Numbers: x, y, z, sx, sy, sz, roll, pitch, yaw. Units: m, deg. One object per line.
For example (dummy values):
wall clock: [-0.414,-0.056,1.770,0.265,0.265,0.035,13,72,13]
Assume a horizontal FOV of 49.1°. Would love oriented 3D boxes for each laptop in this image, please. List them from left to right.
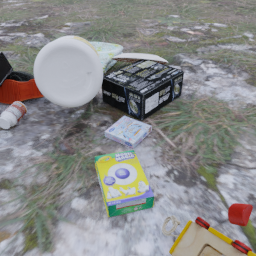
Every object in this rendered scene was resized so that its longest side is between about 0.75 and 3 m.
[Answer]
laptop: [-5.395,-1.783,10.174,2.284,1.323,2.138,24,75,30]

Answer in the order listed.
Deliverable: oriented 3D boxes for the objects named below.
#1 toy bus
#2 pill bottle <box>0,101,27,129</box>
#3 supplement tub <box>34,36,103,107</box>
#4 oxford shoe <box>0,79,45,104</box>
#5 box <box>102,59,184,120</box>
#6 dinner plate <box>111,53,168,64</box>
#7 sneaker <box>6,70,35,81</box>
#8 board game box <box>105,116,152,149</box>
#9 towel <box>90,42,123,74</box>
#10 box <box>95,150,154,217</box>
toy bus: [1.662,2.545,5.129,1.140,2.081,2.206,42,35,-18]
pill bottle: [-4.018,-0.433,9.721,0.584,0.584,1.042,8,37,11]
supplement tub: [-1.914,-2.018,9.469,2.060,2.060,2.853,-4,21,-6]
oxford shoe: [-4.118,-1.418,11.069,2.630,0.936,0.954,-2,2,9]
box: [0.587,-1.615,10.894,2.085,1.097,2.546,27,44,32]
dinner plate: [0.538,-3.161,12.754,2.618,0.317,2.618,3,9,0]
sneaker: [-4.930,-2.154,11.945,2.232,0.848,1.013,6,28,3]
board game box: [0.017,0.109,9.265,1.137,0.234,1.140,22,41,27]
towel: [-1.729,-3.632,14.058,2.360,0.664,2.757,11,38,16]
box: [-0.178,1.294,7.440,1.198,0.494,2.041,-9,35,-13]
